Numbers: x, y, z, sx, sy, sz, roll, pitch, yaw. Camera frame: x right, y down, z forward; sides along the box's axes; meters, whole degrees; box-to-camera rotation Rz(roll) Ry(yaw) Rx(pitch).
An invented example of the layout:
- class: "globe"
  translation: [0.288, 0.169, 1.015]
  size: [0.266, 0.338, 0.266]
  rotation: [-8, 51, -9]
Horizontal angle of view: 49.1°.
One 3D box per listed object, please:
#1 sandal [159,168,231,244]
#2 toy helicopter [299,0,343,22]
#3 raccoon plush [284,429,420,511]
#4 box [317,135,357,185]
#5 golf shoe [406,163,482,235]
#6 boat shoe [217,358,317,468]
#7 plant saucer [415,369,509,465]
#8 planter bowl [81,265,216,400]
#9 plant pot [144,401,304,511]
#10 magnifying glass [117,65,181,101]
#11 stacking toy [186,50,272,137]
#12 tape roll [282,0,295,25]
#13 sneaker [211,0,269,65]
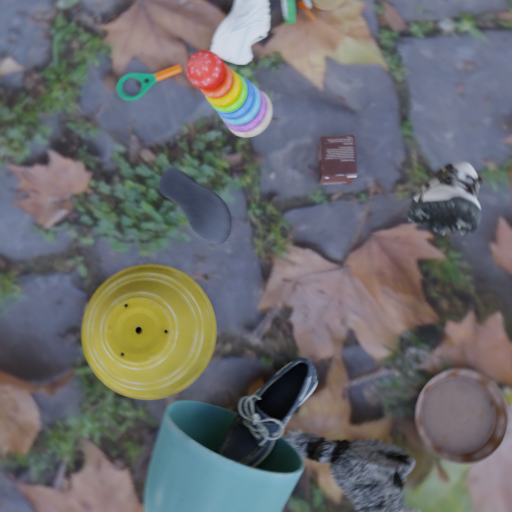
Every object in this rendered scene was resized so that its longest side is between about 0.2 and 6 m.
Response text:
- class: "sandal"
  translation: [-0.861, -0.804, 8.521]
  size: [0.627, 0.353, 1.649]
  rotation: [-52, 57, 14]
- class: "toy helicopter"
  translation: [1.150, -5.960, 12.389]
  size: [1.709, 0.674, 1.130]
  rotation: [35, 92, 15]
- class: "raccoon plush"
  translation: [1.850, 4.534, 10.782]
  size: [2.813, 1.361, 1.885]
  rotation: [11, 96, 30]
- class: "box"
  translation: [1.673, -1.988, 11.670]
  size: [0.720, 0.713, 0.868]
  rotation: [-2, 82, 0]
- class: "golf shoe"
  translation: [2.938, -0.968, 8.558]
  size: [0.954, 2.454, 1.159]
  rotation: [28, 96, 2]
- class: "boat shoe"
  translation: [0.195, 3.051, 10.706]
  size: [2.672, 0.826, 1.000]
  rotation: [-43, 64, -11]
- class: "plant saucer"
  translation: [4.050, 3.176, 11.140]
  size: [1.833, 0.316, 1.833]
  rotation: [0, 82, 1]
- class: "planter bowl"
  translation: [-2.201, 1.460, 10.966]
  size: [2.767, 1.153, 2.767]
  rotation: [0, 81, 0]
- class: "plant pot"
  translation: [-0.753, 4.133, 9.948]
  size: [2.641, 2.641, 2.119]
  rotation: [22, 91, 3]
- class: "magnifying glass"
  translation: [-2.332, -3.833, 12.236]
  size: [1.456, 0.163, 0.579]
  rotation: [-23, 82, -1]
- class: "stacking toy"
  translation: [-0.445, -2.623, 8.935]
  size: [0.880, 2.061, 0.880]
  rotation: [-3, 82, 19]
- class: "tape roll"
  translation: [0.699, -5.421, 12.153]
  size: [0.175, 0.730, 0.730]
  rotation: [-8, 82, 0]
- class: "sneaker"
  translation: [-0.086, -5.241, 12.154]
  size: [0.960, 0.843, 2.397]
  rotation: [26, 90, -3]
